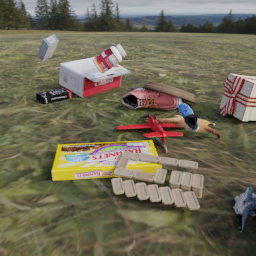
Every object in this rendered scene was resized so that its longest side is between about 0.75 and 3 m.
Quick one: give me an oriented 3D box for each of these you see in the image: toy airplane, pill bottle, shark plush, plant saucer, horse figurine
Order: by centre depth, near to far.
[{"bbox_3d":[2.438,1.624,5.632,0.470,0.513,1.129,40,30,11],"label":"shark plush"},{"bbox_3d":[2.056,-0.117,9.063,1.954,0.488,1.295,17,8,26],"label":"horse figurine"},{"bbox_3d":[0.913,-0.002,9.190,2.630,0.484,2.630,1,23,0],"label":"toy airplane"},{"bbox_3d":[-0.739,-2.849,11.444,1.281,0.724,0.724,-33,25,4],"label":"pill bottle"},{"bbox_3d":[1.765,-1.495,11.698,2.323,0.342,2.323,18,5,-2],"label":"plant saucer"}]

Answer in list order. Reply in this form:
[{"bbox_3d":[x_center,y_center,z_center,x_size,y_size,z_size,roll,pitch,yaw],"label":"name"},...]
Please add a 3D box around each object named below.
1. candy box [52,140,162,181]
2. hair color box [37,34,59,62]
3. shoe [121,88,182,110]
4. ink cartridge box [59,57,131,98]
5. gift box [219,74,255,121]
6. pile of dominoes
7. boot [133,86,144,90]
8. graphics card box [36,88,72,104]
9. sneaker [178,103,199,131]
[{"bbox_3d":[-0.561,0.817,7.471,2.711,0.358,1.386,-3,27,-6],"label":"candy box"},{"bbox_3d":[-2.286,-2.268,7.983,0.397,0.243,0.802,-42,2,-36],"label":"hair color box"},{"bbox_3d":[0.894,-1.093,11.346,2.401,0.858,1.092,14,29,38],"label":"shoe"},{"bbox_3d":[-1.590,-2.493,13.871,2.373,1.134,2.703,32,37,30],"label":"ink cartridge box"},{"bbox_3d":[4.421,-1.132,10.553,1.629,1.609,1.744,1,18,-20],"label":"gift box"},{"bbox_3d":[0.663,1.235,6.478,2.064,0.329,1.609,7,30,14],"label":"pile of dominoes"},{"bbox_3d":[0.471,-1.950,14.022,0.514,0.273,0.781,8,14,25],"label":"boot"},{"bbox_3d":[-3.358,-1.466,12.728,1.372,0.349,0.861,-18,30,-38],"label":"graphics card box"},{"bbox_3d":[1.402,-0.297,6.527,0.292,0.762,0.424,-27,-18,10],"label":"sneaker"}]
